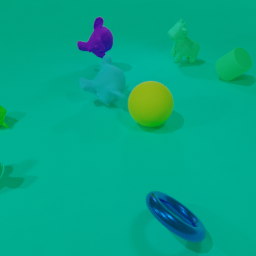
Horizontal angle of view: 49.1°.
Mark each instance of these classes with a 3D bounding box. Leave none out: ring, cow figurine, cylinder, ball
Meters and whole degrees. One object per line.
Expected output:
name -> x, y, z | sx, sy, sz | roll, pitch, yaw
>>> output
ring -> 0.850, 1.563, 5.031 | 1.233, 0.247, 1.233 | 32, 7, -4
cow figurine -> 2.141, -3.226, 10.496 | 1.483, 1.459, 0.814 | 2, 40, -22
cylinder -> 3.620, -2.185, 9.628 | 0.861, 0.861, 0.861 | 10, 68, -26
ball -> 0.616, -0.650, 7.612 | 1.229, 1.229, 1.229 | 0, 38, 0

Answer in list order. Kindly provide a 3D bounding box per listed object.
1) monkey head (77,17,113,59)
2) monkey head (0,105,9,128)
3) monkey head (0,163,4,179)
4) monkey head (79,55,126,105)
monkey head -> -1.128, -3.085, 9.904 | 1.189, 1.653, 0.996 | 10, 68, 7
monkey head -> -3.746, -0.305, 7.800 | 1.075, 0.773, 0.648 | 14, 71, -3
monkey head -> -3.167, 0.856, 5.812 | 0.985, 0.825, 1.369 | -4, 74, 25
monkey head -> -0.719, -1.393, 8.399 | 1.291, 1.081, 1.794 | 13, 46, -42
